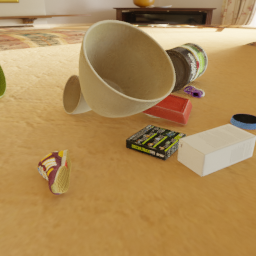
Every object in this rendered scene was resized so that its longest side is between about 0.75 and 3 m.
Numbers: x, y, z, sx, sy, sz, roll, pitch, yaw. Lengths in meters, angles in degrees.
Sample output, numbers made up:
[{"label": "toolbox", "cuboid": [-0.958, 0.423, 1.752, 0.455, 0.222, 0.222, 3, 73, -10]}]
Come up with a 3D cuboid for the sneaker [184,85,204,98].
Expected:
[{"label": "sneaker", "cuboid": [2.753, -1.535, 11.874, 0.407, 0.393, 0.975, -28, 36, -33]}]

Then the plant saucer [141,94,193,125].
[{"label": "plant saucer", "cuboid": [1.337, -0.834, 9.844, 1.784, 0.328, 1.788, 17, 30, 12]}]

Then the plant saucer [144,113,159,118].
[{"label": "plant saucer", "cuboid": [1.070, -0.693, 10.032, 1.568, 0.394, 1.568, 0, 25, 0]}]

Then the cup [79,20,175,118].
[{"label": "cup", "cuboid": [-0.321, -1.472, 8.690, 2.924, 2.091, 2.924, 14, 55, -21]}]

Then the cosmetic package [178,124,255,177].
[{"label": "cosmetic package", "cuboid": [2.265, 0.514, 7.153, 1.814, 0.646, 0.920, -14, 28, -27]}]

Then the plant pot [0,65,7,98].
[{"label": "plant pot", "cuboid": [-6.363, -1.916, 11.383, 1.962, 1.835, 1.835, -12, 24, 8]}]

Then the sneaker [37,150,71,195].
[{"label": "sneaker", "cuboid": [-1.705, 1.018, 6.296, 0.703, 0.585, 1.561, -10, 19, -1]}]

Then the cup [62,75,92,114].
[{"label": "cup", "cuboid": [-1.605, -1.142, 10.110, 0.998, 1.395, 1.395, 6, 17, -39]}]

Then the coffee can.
[{"label": "coffee can", "cuboid": [2.421, -2.873, 12.960, 1.830, 1.830, 2.501, 14, 29, 28]}]

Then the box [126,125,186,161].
[{"label": "box", "cuboid": [0.804, 0.361, 7.907, 1.259, 0.310, 1.303, 18, 30, 29]}]

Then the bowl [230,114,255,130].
[{"label": "bowl", "cuboid": [3.921, -0.235, 9.301, 0.970, 0.190, 0.970, 0, 25, 0]}]
